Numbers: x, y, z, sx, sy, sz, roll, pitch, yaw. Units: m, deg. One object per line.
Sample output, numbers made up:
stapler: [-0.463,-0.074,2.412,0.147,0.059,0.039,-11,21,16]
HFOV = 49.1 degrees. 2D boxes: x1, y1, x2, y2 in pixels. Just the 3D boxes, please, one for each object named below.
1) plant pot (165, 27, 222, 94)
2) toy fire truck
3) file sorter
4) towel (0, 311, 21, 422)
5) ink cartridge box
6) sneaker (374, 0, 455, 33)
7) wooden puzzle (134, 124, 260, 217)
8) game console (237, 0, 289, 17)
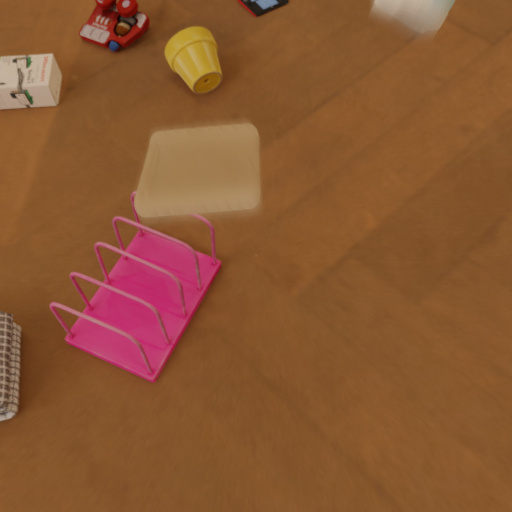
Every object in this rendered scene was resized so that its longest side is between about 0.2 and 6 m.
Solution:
plant pot: [-1.162,-3.826,11.162,1.036,1.036,0.974,-23,75,-14]
toy fire truck: [-3.028,-4.970,12.083,1.371,0.769,1.151,26,85,16]
file sorter: [-1.701,0.375,8.214,1.527,1.378,2.197,21,60,12]
towel: [-4.271,1.636,7.771,1.807,0.773,1.496,-11,57,-7]
ink cartridge box: [-4.652,-3.463,11.131,1.350,0.569,0.986,-6,58,-4]
sneaker: [1.937,-3.059,6.465,0.672,0.745,1.819,27,20,-17]
wooden puzzle: [-0.566,-0.878,5.791,1.214,0.244,1.312,-5,45,3]
game console: [0.137,-5.944,12.961,0.976,0.151,0.863,-31,62,-17]
